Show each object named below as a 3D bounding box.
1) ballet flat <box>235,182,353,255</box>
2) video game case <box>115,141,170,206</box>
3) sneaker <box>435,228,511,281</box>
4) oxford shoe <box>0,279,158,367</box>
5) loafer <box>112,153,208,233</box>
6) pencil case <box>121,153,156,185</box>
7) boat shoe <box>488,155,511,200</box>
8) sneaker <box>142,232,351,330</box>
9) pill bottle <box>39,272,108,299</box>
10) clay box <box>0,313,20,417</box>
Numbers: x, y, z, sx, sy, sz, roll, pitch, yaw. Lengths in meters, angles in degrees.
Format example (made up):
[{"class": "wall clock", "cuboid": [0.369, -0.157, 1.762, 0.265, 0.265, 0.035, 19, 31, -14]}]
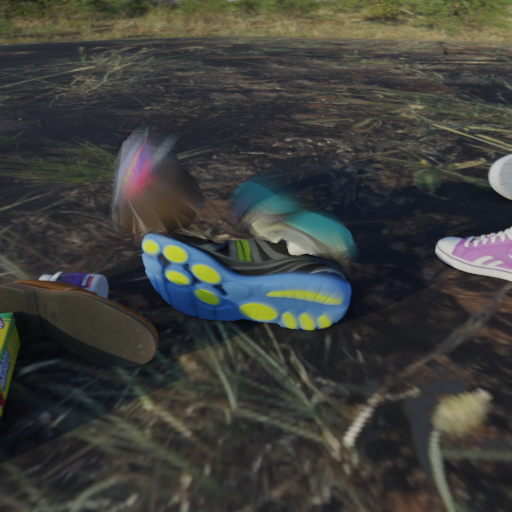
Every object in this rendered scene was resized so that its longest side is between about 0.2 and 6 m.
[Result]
[{"class": "ballet flat", "cuboid": [0.495, -0.403, 8.015, 1.957, 0.704, 0.704, 30, 38, 26]}, {"class": "video game case", "cuboid": [-2.188, -1.515, 10.793, 0.891, 1.247, 0.118, 8, 0, -17]}, {"class": "sneaker", "cuboid": [4.142, -0.268, 9.411, 2.123, 1.210, 0.769, 15, 32, 30]}, {"class": "oxford shoe", "cuboid": [-2.368, 0.759, 7.694, 2.652, 0.946, 0.945, 15, 21, 21]}, {"class": "loafer", "cuboid": [-1.422, -0.658, 8.198, 0.961, 0.935, 2.633, -49, 11, -15]}, {"class": "pencil case", "cuboid": [-1.804, -1.374, 10.127, 1.399, 0.618, 0.618, 32, 39, 25]}, {"class": "boat shoe", "cuboid": [6.278, -1.847, 12.963, 2.967, 1.070, 1.052, -3, 16, -29]}, {"class": "sneaker", "cuboid": [-0.178, 0.276, 8.474, 3.199, 1.134, 1.326, 10, 29, 6]}, {"class": "pill bottle", "cuboid": [-2.813, 0.523, 8.572, 0.960, 0.535, 0.535, 4, 27, 9]}, {"class": "clay box", "cuboid": [-3.743, 1.455, 6.618, 1.482, 0.614, 2.579, -5, 28, -12]}]
